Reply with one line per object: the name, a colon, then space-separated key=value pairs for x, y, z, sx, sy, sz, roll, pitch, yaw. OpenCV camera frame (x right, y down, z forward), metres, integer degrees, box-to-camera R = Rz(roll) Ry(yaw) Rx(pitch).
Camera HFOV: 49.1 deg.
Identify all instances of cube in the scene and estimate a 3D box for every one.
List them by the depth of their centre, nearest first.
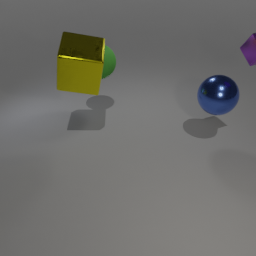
cube: x=3.962 y=-2.393 z=8.393 sx=0.700 sy=0.700 sz=0.700 roll=-17 pitch=74 yaw=-18
cube: x=-1.561 y=-2.123 z=9.294 sx=1.400 sy=1.400 sz=1.400 roll=6 pitch=49 yaw=-10

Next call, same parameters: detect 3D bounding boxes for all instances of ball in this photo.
ball: x=3.118 y=-1.138 z=9.714 sx=1.400 sy=1.400 sz=1.400 roll=0 pitch=32 yaw=0
ball: x=-1.178 y=-2.670 z=11.280 sx=1.400 sy=1.400 sz=1.400 roll=0 pitch=32 yaw=0
